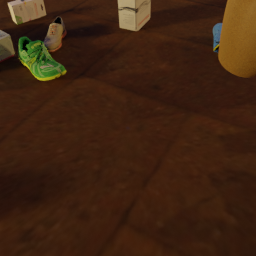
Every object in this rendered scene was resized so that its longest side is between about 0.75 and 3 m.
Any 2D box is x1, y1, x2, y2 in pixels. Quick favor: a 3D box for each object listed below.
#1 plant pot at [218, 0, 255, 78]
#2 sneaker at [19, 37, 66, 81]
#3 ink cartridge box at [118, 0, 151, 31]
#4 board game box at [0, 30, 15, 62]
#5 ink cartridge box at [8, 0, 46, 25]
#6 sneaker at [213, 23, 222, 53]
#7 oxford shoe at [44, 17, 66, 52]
[{"bbox_3d":[2.063,-1.580,4.188,1.506,1.616,1.506,5,54,-7],"label":"plant pot"},{"bbox_3d":[-2.761,-2.143,8.586,2.167,0.905,0.802,34,54,28],"label":"sneaker"},{"bbox_3d":[0.262,-4.842,10.534,0.781,1.867,1.354,19,49,20],"label":"ink cartridge box"},{"bbox_3d":[-5.311,-2.804,9.319,2.463,0.792,1.817,32,53,26],"label":"board game box"},{"bbox_3d":[-4.013,-4.751,11.213,1.294,0.758,0.436,-29,52,-25],"label":"ink cartridge box"},{"bbox_3d":[3.215,-3.036,9.639,0.774,0.651,1.975,-9,47,-4],"label":"sneaker"},{"bbox_3d":[-2.656,-3.304,9.880,0.633,0.661,1.789,2,46,2],"label":"oxford shoe"}]
